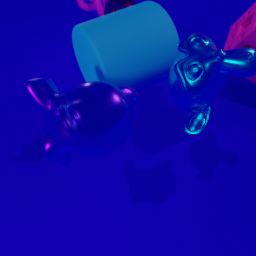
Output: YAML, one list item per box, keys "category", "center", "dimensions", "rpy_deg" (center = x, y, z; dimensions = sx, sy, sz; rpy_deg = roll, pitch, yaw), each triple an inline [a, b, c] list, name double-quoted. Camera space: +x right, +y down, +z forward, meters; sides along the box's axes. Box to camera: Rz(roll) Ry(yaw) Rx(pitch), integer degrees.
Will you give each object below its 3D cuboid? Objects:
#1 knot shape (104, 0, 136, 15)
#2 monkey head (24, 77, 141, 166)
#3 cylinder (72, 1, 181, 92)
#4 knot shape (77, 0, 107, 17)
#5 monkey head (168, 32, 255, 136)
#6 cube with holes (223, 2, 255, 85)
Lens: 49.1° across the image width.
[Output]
- category: "knot shape"
  center: [-0.078, -1.910, 5.923]
  dimensions: [0.837, 1.695, 1.811]
  rpy_deg: [-4, 31, 8]
- category: "monkey head"
  center: [-0.517, -0.221, 3.124]
  dimensions: [1.208, 1.012, 1.679]
  rpy_deg: [57, 27, -1]
- category: "cylinder"
  center: [-0.044, -1.223, 4.628]
  dimensions: [1.326, 1.326, 1.326]
  rpy_deg: [-26, 49, -17]
- category: "knot shape"
  center: [-0.917, -3.600, 7.646]
  dimensions: [1.264, 1.183, 0.584]
  rpy_deg: [41, 76, -2]
- category: "monkey head"
  center: [1.066, -0.681, 3.658]
  dimensions: [1.083, 0.907, 1.506]
  rpy_deg: [4, 67, 18]
- category: "cube with holes"
  center: [3.327, -2.079, 6.658]
  dimensions: [1.379, 1.379, 1.379]
  rpy_deg: [31, 60, -9]
